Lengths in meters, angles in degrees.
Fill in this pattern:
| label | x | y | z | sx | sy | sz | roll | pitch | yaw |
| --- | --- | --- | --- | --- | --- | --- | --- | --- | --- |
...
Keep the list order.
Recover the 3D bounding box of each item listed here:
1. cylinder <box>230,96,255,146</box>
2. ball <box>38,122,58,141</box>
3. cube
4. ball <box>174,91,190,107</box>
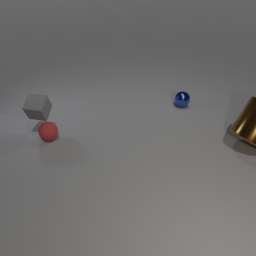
| label | x | y | z | sx | sy | sz | roll | pitch | yaw |
| --- | --- | --- | --- | --- | --- | --- | --- | --- | --- |
| cylinder | 4.496 | -0.153 | 9.611 | 1.400 | 1.400 | 1.400 | 28 | 12 | -6 |
| ball | -2.924 | 0.112 | 10.267 | 0.700 | 0.700 | 0.700 | 0 | 32 | 0 |
| cube | -3.239 | -0.747 | 10.057 | 0.700 | 0.700 | 0.700 | 7 | 62 | 7 |
| ball | 2.426 | -1.289 | 12.521 | 0.700 | 0.700 | 0.700 | 0 | 32 | 0 |
